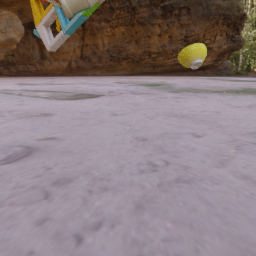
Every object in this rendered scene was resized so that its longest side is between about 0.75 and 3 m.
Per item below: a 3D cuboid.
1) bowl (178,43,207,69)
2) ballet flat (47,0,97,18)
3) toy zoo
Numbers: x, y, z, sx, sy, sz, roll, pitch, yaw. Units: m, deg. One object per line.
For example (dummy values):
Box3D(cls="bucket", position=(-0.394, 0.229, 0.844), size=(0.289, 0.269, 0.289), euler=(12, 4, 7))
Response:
Box3D(cls="bowl", position=(2.061, -2.142, 8.713), size=(0.913, 0.491, 0.913), euler=(-13, -23, -6))
Box3D(cls="ballet flat", position=(-1.192, -2.185, 3.689), size=(1.916, 0.665, 0.665), euler=(48, 28, 10))
Box3D(cls="toy zoo", position=(-1.968, -3.535, 8.008), size=(2.885, 1.893, 0.295), euler=(-27, -11, 39))
